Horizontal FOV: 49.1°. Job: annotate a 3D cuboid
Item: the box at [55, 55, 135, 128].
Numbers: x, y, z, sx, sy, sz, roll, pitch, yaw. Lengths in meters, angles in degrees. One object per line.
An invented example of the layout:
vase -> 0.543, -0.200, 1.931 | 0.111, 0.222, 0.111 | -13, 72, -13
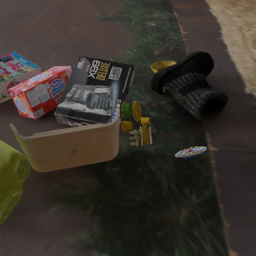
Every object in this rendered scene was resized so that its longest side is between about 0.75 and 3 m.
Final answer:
box -> -0.993, -1.126, 9.111 | 1.966, 0.620, 2.493 | 13, 61, 5

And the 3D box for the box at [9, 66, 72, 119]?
box -> -2.795, -1.269, 9.576 | 0.985, 1.028, 2.063 | 11, 38, 38

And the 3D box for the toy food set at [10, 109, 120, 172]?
toy food set -> -1.429, 0.267, 7.117 | 2.536, 1.820, 0.766 | -10, 59, -10

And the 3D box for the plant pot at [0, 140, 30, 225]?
plant pot -> -3.708, 0.934, 6.038 | 2.537, 2.760, 2.760 | 20, 43, 8

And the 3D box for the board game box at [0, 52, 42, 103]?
board game box -> -4.907, -1.785, 10.487 | 2.007, 0.874, 2.720 | 31, 47, 32

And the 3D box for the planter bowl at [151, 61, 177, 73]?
planter bowl -> 1.518, -2.302, 11.376 | 1.131, 0.471, 1.131 | -4, 33, 3

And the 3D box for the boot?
boot -> 2.649, -1.545, 9.916 | 3.166, 1.191, 2.367 | -32, 47, -28

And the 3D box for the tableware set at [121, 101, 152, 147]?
tableware set -> 0.235, -0.105, 7.580 | 0.275, 1.208, 1.794 | -5, -3, 23

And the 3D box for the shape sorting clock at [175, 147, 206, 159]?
shape sorting clock -> 1.684, 0.634, 7.549 | 0.846, 0.166, 0.846 | -14, 7, 2
